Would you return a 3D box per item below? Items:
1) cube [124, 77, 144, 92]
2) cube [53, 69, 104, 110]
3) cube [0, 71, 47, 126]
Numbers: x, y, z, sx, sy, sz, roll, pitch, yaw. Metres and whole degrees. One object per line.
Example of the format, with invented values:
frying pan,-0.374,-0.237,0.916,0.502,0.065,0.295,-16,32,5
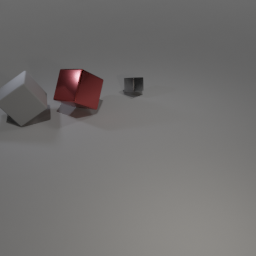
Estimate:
cube,0.292,-2.152,13.954,0.700,0.700,0.700,-11,13,-43
cube,-2.140,-1.672,12.170,1.400,1.400,1.400,9,-5,37
cube,-4.355,-1.233,11.632,1.400,1.400,1.400,-34,36,6
